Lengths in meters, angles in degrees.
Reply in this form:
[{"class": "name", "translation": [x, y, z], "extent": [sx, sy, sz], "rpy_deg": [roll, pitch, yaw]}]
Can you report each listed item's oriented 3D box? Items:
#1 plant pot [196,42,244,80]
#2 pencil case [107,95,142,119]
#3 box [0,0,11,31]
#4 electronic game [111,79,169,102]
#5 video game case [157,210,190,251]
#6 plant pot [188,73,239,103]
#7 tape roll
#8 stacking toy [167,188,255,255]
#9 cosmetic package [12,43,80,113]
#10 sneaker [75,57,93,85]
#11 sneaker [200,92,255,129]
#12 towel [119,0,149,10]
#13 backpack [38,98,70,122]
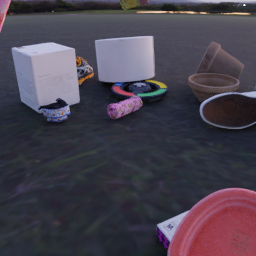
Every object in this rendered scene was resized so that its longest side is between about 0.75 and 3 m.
[{"class": "plant pot", "translation": [3.762, -2.394, 11.426], "extent": [1.581, 1.812, 1.812], "rpy_deg": [26, 33, 13]}, {"class": "pencil case", "translation": [-0.100, -0.684, 9.039], "extent": [1.219, 0.527, 0.505], "rpy_deg": [-26, 22, -38]}, {"class": "box", "translation": [-3.048, -2.536, 5.276], "extent": [1.418, 1.537, 2.996], "rpy_deg": [17, 17, -30]}, {"class": "electronic game", "translation": [0.455, -1.503, 10.765], "extent": [2.191, 0.456, 2.191], "rpy_deg": [0, 27, 0]}, {"class": "video game case", "translation": [1.621, 1.859, 4.173], "extent": [1.696, 0.335, 1.871], "rpy_deg": [-15, 30, -23]}, {"class": "plant pot", "translation": [3.030, -1.368, 10.112], "extent": [1.755, 0.810, 1.755], "rpy_deg": [1, 27, 0]}, {"class": "tape roll", "translation": [-0.123, -2.958, 11.892], "extent": [2.439, 1.674, 2.439], "rpy_deg": [-5, 18, 1]}, {"class": "stacking toy", "translation": [1.591, 2.227, 2.924], "extent": [2.792, 1.179, 2.527], "rpy_deg": [28, 65, 27]}, {"class": "cosmetic package", "translation": [-2.814, -1.793, 9.685], "extent": [1.597, 1.936, 1.595], "rpy_deg": [-21, 33, -35]}, {"class": "sneaker", "translation": [-2.209, -2.711, 12.543], "extent": [1.064, 1.049, 2.718], "rpy_deg": [1, 25, 5]}, {"class": "sneaker", "translation": [3.520, -0.561, 8.603], "extent": [2.934, 1.068, 1.242], "rpy_deg": [-5, 3, -6]}, {"class": "towel", "translation": [0.048, -4.841, 9.589], "extent": [1.079, 1.502, 0.171], "rpy_deg": [1, 43, 32]}, {"class": "backpack", "translation": [-2.178, -0.518, 8.609], "extent": [0.770, 0.623, 0.809], "rpy_deg": [5, 29, 44]}]
